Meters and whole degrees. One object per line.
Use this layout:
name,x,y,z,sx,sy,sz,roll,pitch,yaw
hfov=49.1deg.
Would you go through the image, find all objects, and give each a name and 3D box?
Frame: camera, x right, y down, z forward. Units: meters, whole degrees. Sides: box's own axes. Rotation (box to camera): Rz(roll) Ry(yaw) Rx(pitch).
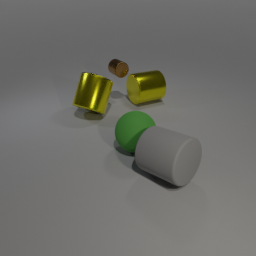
ball,0.258,0.126,9.327,1.400,1.400,1.400,0,29,0
cylinder,-1.457,-1.421,11.638,1.400,1.400,1.400,16,-2,0
cylinder,-0.433,-2.676,12.539,0.700,0.700,0.700,-17,34,-27
cylinder,1.157,0.769,8.046,1.400,1.400,1.400,19,34,41
cylinder,0.830,-1.902,12.993,1.400,1.400,1.400,-14,32,-23
